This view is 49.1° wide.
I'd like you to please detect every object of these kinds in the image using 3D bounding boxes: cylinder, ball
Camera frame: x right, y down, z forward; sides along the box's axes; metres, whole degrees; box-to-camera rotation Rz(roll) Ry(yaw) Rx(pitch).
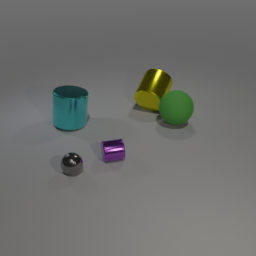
[{"bbox_3d":[1.151,-1.708,12.636,1.400,1.400,1.400,13,61,22],"label":"cylinder"},{"bbox_3d":[-2.351,-0.842,11.403,1.400,1.400,1.400,7,28,-4],"label":"cylinder"},{"bbox_3d":[1.962,-0.836,11.389,1.400,1.400,1.400,0,29,0],"label":"ball"},{"bbox_3d":[-0.505,0.751,9.449,0.700,0.700,0.700,-8,30,-13],"label":"cylinder"},{"bbox_3d":[-1.761,1.115,8.792,0.700,0.700,0.700,0,29,0],"label":"ball"}]
